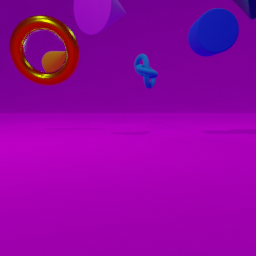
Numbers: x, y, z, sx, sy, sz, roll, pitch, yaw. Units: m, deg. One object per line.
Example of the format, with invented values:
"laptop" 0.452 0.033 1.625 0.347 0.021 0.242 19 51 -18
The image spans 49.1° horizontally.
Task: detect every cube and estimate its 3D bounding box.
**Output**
"cube" 2.621 -3.240 5.456 1.280 1.280 1.280 -29 -34 13

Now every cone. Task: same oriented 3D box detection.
"cone" -0.360 -2.330 5.532 1.004 1.004 1.008 3 12 40
"cone" -2.632 -2.722 10.963 1.160 1.160 1.165 -2 -12 -33

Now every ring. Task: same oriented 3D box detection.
"ring" -2.130 -1.951 7.180 1.777 1.777 0.355 0 24 -1

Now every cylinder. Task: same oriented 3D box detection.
"cylinder" 1.756 -1.965 5.869 0.848 0.848 0.848 0 9 1

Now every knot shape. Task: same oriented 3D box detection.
"knot shape" 0.816 -2.334 11.978 0.686 1.389 1.484 -31 40 5
